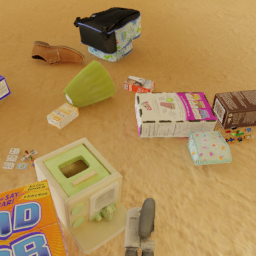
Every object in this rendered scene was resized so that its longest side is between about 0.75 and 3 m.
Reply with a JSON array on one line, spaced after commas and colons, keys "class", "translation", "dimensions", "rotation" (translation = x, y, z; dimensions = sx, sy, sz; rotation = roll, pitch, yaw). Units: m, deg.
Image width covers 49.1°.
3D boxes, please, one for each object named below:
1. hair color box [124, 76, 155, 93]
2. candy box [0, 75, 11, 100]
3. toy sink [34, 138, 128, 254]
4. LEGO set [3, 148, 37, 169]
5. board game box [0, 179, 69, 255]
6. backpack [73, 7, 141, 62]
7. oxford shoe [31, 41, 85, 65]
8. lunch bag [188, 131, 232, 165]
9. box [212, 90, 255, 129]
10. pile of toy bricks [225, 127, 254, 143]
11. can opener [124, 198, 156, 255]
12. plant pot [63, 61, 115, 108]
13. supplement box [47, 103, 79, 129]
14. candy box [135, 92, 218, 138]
[{"class": "hair color box", "translation": [0.508, -1.914, 12.585], "dimensions": [1.229, 0.393, 0.682], "rotation": [15, 44, 18]}, {"class": "candy box", "translation": [-6.770, -1.610, 11.777], "dimensions": [2.590, 0.997, 2.190], "rotation": [22, 48, 21]}, {"class": "toy sink", "translation": [-1.155, 1.691, 7.566], "dimensions": [1.650, 1.418, 2.532], "rotation": [-25, 51, -30]}, {"class": "LEGO set", "translation": [-3.542, 1.080, 9.428], "dimensions": [1.045, 0.257, 0.781], "rotation": [3, 53, 6]}, {"class": "board game box", "translation": [-2.359, 2.898, 5.703], "dimensions": [2.276, 2.274, 2.274], "rotation": [-16, 44, -17]}, {"class": "backpack", "translation": [-0.800, -5.008, 14.708], "dimensions": [2.683, 2.154, 2.931], "rotation": [28, 54, 31]}, {"class": "oxford shoe", "translation": [-3.603, -3.621, 14.314], "dimensions": [2.859, 1.020, 1.019], "rotation": [11, 71, 12]}, {"class": "lunch bag", "translation": [2.677, 0.745, 9.275], "dimensions": [1.128, 0.807, 1.324], "rotation": [-3, 36, -4]}, {"class": "box", "translation": [4.715, -0.783, 10.924], "dimensions": [2.499, 0.936, 1.251], "rotation": [-6, 42, -5]}, {"class": "pile of toy bricks", "translation": [3.973, 0.211, 10.190], "dimensions": [1.033, 0.573, 0.510], "rotation": [-12, 3, 1]}, {"class": "can opener", "translation": [0.252, 3.069, 6.614], "dimensions": [0.767, 0.968, 2.912], "rotation": [2, 46, 3]}, {"class": "plant pot", "translation": [-1.700, -1.610, 11.534], "dimensions": [1.755, 1.642, 1.642], "rotation": [-36, 52, -17]}, {"class": "supplement box", "translation": [-2.534, -0.489, 10.964], "dimensions": [0.668, 0.390, 1.060], "rotation": [25, 47, 26]}, {"class": "candy box", "translation": [1.711, -0.531, 10.613], "dimensions": [2.748, 0.838, 1.874], "rotation": [0, 40, -4]}]
